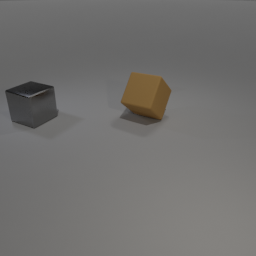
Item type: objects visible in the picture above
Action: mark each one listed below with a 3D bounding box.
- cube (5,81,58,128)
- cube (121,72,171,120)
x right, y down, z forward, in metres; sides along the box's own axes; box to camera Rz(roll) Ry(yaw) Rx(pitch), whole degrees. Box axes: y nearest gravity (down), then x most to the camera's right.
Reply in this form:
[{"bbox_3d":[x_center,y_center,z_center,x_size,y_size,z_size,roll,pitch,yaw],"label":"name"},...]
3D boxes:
[{"bbox_3d":[-4.016,-1.018,11.776,1.400,1.400,1.400,15,32,26],"label":"cube"},{"bbox_3d":[0.780,-1.325,11.650,1.400,1.400,1.400,15,-9,29],"label":"cube"}]
